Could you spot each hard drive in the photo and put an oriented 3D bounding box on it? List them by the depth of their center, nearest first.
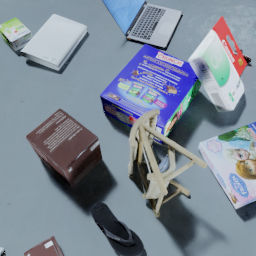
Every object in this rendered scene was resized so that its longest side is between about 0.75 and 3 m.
[{"bbox_3d":[-2.929,-3.542,11.358,1.636,0.326,2.481,22,60,6],"label":"hard drive"}]

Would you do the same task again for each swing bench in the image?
[{"bbox_3d":[0.752,0.969,7.580,1.336,2.048,2.059,-29,62,-18],"label":"swing bench"}]

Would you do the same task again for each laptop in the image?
[{"bbox_3d":[0.728,-5.007,11.626,2.729,1.582,2.555,19,60,11],"label":"laptop"}]

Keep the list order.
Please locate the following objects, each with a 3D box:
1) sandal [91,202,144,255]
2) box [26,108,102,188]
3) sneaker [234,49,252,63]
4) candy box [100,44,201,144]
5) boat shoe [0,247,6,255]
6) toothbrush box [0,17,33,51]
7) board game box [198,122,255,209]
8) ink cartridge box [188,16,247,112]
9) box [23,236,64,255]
[{"bbox_3d":[-0.336,2.695,7.412,1.791,0.384,0.681,38,55,22],"label":"sandal"},{"bbox_3d":[-1.823,0.583,8.239,1.623,1.333,1.346,37,65,21],"label":"box"},{"bbox_3d":[4.531,-2.899,11.055,0.816,0.309,0.471,29,59,18],"label":"sneaker"},{"bbox_3d":[0.862,-1.257,9.541,2.409,1.098,2.850,29,63,19],"label":"candy box"},{"bbox_3d":[-3.280,3.648,6.893,0.456,0.463,1.285,18,70,3],"label":"boat shoe"},{"bbox_3d":[-4.622,-3.869,11.526,0.900,0.532,1.236,-36,66,-20],"label":"toothbrush box"},{"bbox_3d":[3.590,1.015,8.417,2.150,0.443,2.155,-20,56,-11],"label":"board game box"},{"bbox_3d":[3.424,-2.307,9.655,0.706,2.270,2.820,-2,43,54],"label":"ink cartridge box"},{"bbox_3d":[-2.002,3.121,6.789,0.692,0.835,0.685,-26,79,-15],"label":"box"}]
